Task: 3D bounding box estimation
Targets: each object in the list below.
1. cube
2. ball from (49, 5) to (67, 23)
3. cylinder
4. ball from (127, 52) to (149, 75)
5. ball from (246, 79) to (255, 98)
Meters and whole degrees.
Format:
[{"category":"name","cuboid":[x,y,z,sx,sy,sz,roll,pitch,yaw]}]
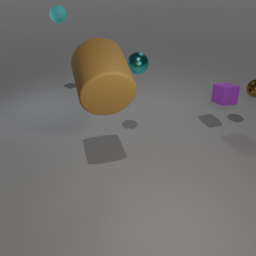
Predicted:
[{"category":"cube","cuboid":[3.669,-1.284,10.572,0.700,0.700,0.700,-7,22,-20]},{"category":"ball","cuboid":[-2.910,-4.732,11.662,0.700,0.700,0.700,0,31,0]},{"category":"cylinder","cuboid":[-0.636,-1.278,7.039,1.400,1.400,1.400,-8,52,-14]},{"category":"ball","cuboid":[0.311,-2.032,8.816,0.700,0.700,0.700,0,31,0]},{"category":"ball","cuboid":[4.863,-1.495,10.628,0.700,0.700,0.700,0,31,0]}]
